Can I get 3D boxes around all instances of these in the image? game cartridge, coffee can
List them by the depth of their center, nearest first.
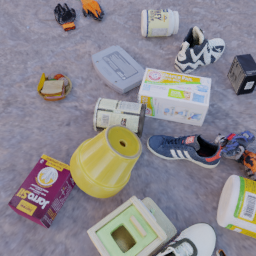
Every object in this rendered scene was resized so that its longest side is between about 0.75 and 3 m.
[{"bbox_3d":[-0.277,-0.386,10.361,1.738,1.272,1.272,9,57,6],"label":"coffee can"},{"bbox_3d":[-0.445,-2.595,12.363,1.688,0.512,2.532,-28,60,-21],"label":"game cartridge"}]

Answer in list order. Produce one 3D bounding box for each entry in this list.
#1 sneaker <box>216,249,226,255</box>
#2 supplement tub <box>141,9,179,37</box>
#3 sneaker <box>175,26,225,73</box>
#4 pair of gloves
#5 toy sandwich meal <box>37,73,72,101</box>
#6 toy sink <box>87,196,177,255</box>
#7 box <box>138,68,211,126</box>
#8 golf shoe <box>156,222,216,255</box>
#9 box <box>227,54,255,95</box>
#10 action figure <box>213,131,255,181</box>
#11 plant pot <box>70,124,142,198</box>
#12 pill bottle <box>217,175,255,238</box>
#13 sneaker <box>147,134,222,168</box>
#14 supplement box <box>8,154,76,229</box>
[{"bbox_3d":[2.769,3.895,8.067,0.278,0.323,0.763,-12,58,-10],"label":"sneaker"},{"bbox_3d":[1.523,-5.078,13.554,1.690,1.225,1.225,-2,56,-1],"label":"supplement tub"},{"bbox_3d":[3.335,-3.721,12.283,2.804,1.825,1.119,-24,60,-16],"label":"sneaker"},{"bbox_3d":[-2.608,-6.085,14.806,2.501,0.309,2.228,-23,60,-12],"label":"pair of gloves"},{"bbox_3d":[-3.128,-1.800,11.750,1.630,0.558,1.630,0,56,0],"label":"toy sandwich meal"},{"bbox_3d":[0.214,2.990,8.087,2.287,1.281,1.491,-31,62,-19],"label":"toy sink"},{"bbox_3d":[1.758,-1.205,10.893,2.579,1.307,1.451,11,57,7],"label":"box"},{"bbox_3d":[1.451,3.620,7.700,2.913,1.283,1.124,-33,61,-21],"label":"golf shoe"},{"bbox_3d":[4.820,-2.223,11.648,0.739,1.199,1.190,-9,57,-5],"label":"box"},{"bbox_3d":[3.775,1.040,9.513,2.294,1.200,2.220,-16,48,-39],"label":"action figure"},{"bbox_3d":[-0.573,0.917,8.725,1.949,1.833,1.949,22,43,-22],"label":"plant pot"},{"bbox_3d":[4.247,2.559,8.192,2.863,1.590,1.590,17,58,11],"label":"pill bottle"},{"bbox_3d":[1.985,0.580,9.819,2.632,1.112,0.987,11,57,8],"label":"sneaker"},{"bbox_3d":[-2.630,1.989,8.947,1.244,0.980,1.900,20,58,13],"label":"supplement box"}]
